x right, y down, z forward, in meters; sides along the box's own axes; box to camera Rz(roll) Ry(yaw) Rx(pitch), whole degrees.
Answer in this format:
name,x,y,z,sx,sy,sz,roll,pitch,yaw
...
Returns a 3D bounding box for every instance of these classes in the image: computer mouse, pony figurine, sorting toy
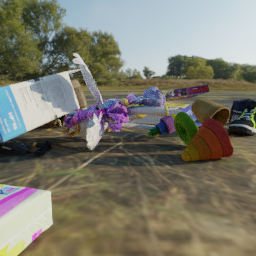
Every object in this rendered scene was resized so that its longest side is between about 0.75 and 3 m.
name,x,y,z,sx,sy,sz,roll,pitch,yaw
computer mouse,-2.035,0.327,5.382,1.117,0.257,0.784,2,10,8
pony figurine,-0.367,-0.324,5.953,2.263,1.884,2.184,-4,-22,-6
sorting toy,0.994,0.203,5.493,0.781,0.786,2.268,-28,18,-14

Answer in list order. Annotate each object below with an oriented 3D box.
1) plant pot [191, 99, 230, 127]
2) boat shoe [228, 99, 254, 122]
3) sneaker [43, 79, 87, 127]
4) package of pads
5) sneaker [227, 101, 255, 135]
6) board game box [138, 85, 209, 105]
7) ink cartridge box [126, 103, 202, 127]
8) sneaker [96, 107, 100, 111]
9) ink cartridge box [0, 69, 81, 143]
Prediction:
name,x,y,z,sx,sy,sz,roll,pitch,yaw
plant pot,2.073,-0.403,7.297,0.768,0.768,0.825,-6,38,-33
boat shoe,4.080,-0.506,8.789,1.722,0.798,0.643,3,10,20
sneaker,-2.431,-0.413,8.195,2.893,1.093,1.019,-20,8,32
package of pads,-1.302,0.782,2.078,0.949,0.419,1.228,3,10,17
sneaker,3.209,-0.315,7.530,0.713,0.824,1.989,7,12,37
board game box,1.469,-1.085,9.291,2.069,0.334,1.242,-10,4,-16
ink cartridge box,1.393,-0.511,9.607,2.576,0.605,2.546,1,9,18
sneaker,-1.128,-0.807,11.536,0.587,0.505,1.386,0,10,-13
ink cartridge box,-2.168,-0.474,5.941,1.557,0.910,2.684,-10,14,31
